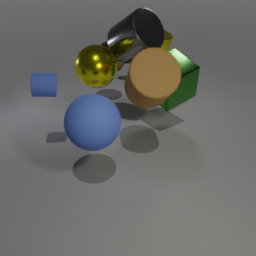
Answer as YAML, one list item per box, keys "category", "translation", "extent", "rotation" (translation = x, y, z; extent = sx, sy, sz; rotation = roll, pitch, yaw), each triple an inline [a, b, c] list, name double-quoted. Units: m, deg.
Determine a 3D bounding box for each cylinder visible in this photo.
- category: "cylinder"
  translation: [-2.475, -1.271, 8.276]
  extent: [0.700, 0.700, 0.700]
  rotation: [0, 28, -13]
- category: "cylinder"
  translation: [1.047, -3.440, 11.992]
  extent: [1.400, 1.400, 1.400]
  rotation: [12, 36, -8]
- category: "cylinder"
  translation: [0.654, -1.368, 8.013]
  extent: [1.400, 1.400, 1.400]
  rotation: [-4, -7, -7]
- category: "cylinder"
  translation: [0.255, -3.033, 9.347]
  extent: [1.400, 1.400, 1.400]
  rotation: [-27, 8, -39]

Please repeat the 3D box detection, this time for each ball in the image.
- category: "ball"
  translation: [-1.052, -2.015, 9.212]
  extent: [1.400, 1.400, 1.400]
  rotation: [0, 29, 0]
- category: "ball"
  translation: [-0.870, -0.137, 6.916]
  extent: [1.400, 1.400, 1.400]
  rotation: [0, 29, 0]
- category: "ball"
  translation: [-0.793, -3.106, 12.364]
  extent: [1.400, 1.400, 1.400]
  rotation: [0, 29, 0]

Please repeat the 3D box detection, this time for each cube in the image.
- category: "cube"
  translation: [1.540, -1.736, 10.101]
  extent: [1.400, 1.400, 1.400]
  rotation: [-29, 54, -16]
